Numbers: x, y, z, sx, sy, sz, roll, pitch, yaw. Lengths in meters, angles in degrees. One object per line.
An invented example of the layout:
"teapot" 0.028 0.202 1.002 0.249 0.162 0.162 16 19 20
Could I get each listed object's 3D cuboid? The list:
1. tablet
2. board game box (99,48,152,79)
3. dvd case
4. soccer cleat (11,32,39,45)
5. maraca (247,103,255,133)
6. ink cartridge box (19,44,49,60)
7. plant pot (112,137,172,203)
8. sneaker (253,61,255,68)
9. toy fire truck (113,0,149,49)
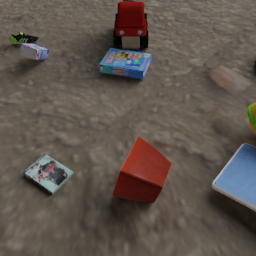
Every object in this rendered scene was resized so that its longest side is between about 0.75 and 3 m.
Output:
"tablet" 3.622 1.451 6.207 2.987 0.204 1.944 26 46 32
"board game box" -0.071 -2.341 10.078 1.609 0.362 1.224 12 47 12
"dvd case" -1.943 1.102 6.842 1.004 0.110 0.733 26 51 25
"soccer cleat" -4.175 -3.640 11.320 1.073 0.435 0.362 -6 45 -6
"maraca" 4.047 0.008 7.208 1.450 1.132 2.116 -20 52 -26
"ink cartridge box" -3.388 -2.808 10.273 0.689 0.386 1.010 23 19 7
"plant pot" 0.358 1.056 6.308 0.953 1.081 1.080 25 49 6
"sneaker" 5.208 -2.617 10.257 0.817 0.683 1.800 27 57 12
"toy fire truck" 0.350 -4.820 10.752 1.858 2.888 2.542 0 45 2
